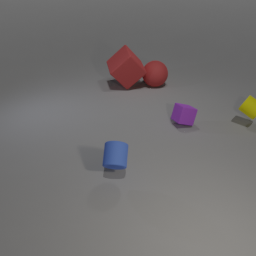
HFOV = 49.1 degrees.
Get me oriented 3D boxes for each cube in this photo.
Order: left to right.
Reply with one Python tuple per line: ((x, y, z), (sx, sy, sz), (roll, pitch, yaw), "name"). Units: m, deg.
((-0.092, -3.199, 14.744), (1.400, 1.400, 1.400), (-38, 38, 18), "cube")
((2.266, -0.561, 11.347), (0.700, 0.700, 0.700), (7, 17, -23), "cube")

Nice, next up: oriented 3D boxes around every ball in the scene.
((1.467, -2.945, 15.202), (1.400, 1.400, 1.400), (0, 29, 0), "ball")

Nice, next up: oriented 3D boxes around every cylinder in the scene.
((-0.362, 0.799, 8.151), (0.700, 0.700, 0.700), (3, 71, 5), "cylinder")
((4.871, -0.810, 11.056), (0.700, 0.700, 0.700), (41, 43, 15), "cylinder")
